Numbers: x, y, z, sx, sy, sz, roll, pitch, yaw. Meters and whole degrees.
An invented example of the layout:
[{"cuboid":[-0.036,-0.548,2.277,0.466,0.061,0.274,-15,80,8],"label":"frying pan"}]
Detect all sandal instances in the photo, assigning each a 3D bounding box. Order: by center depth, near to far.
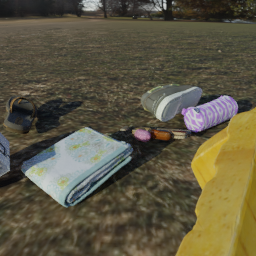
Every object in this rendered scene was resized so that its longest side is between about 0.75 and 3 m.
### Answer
[{"cuboid":[-3.454,-0.609,8.995,1.028,0.686,2.515,12,21,-17],"label":"sandal"}]

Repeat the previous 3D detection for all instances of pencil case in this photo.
[{"cuboid":[2.621,-0.482,8.915,1.990,0.835,0.851,-16,47,-35],"label":"pencil case"}]

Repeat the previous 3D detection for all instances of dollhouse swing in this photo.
[{"cuboid":[0.139,1.473,2.031,2.259,2.336,2.570,-15,25,42],"label":"dollhouse swing"}]

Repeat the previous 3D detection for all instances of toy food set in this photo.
[{"cuboid":[0.799,0.199,7.863,1.948,0.307,1.238,4,6,8],"label":"toy food set"}]

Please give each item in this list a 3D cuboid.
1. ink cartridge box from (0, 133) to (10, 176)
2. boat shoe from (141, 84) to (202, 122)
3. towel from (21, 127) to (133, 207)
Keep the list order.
[{"cuboid":[-3.101,0.745,6.019,0.930,0.535,1.606,-33,33,-5],"label":"ink cartridge box"},{"cuboid":[1.509,-0.939,9.024,0.885,1.059,2.962,31,27,26],"label":"boat shoe"},{"cuboid":[-1.145,0.778,6.524,1.786,0.502,2.087,19,40,42],"label":"towel"}]
